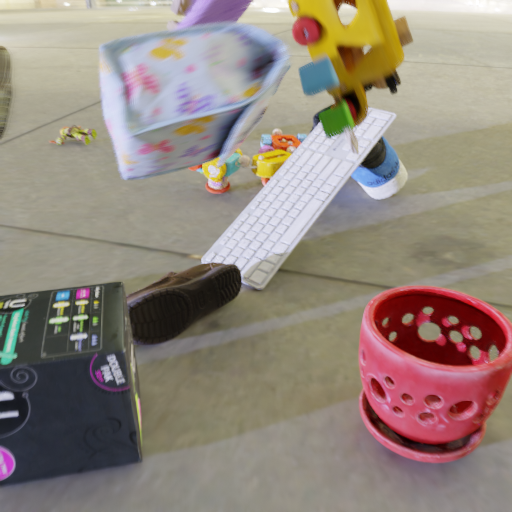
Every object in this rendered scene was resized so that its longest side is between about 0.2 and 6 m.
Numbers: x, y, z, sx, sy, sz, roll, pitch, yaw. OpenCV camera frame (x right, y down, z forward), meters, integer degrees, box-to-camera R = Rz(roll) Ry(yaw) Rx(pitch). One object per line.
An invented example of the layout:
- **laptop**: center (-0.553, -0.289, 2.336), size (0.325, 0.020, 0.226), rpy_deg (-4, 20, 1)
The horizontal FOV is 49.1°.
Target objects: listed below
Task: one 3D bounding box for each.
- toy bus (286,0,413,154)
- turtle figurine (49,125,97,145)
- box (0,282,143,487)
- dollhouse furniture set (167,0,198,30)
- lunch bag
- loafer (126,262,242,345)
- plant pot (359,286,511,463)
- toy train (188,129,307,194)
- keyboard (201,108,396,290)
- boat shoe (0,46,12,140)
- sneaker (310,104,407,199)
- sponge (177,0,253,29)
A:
- **toy bus**: center (1.517, -3.123, 8.265), size (1.462, 2.669, 2.829), rpy_deg (-17, -4, 21)
- **turtle figurine**: center (-4.802, -3.273, 14.922), size (1.046, 0.418, 1.297), rpy_deg (11, 31, 19)
- **box**: center (-2.269, 1.303, 5.698), size (2.058, 1.528, 1.279), rpy_deg (-6, 30, -11)
- **dollhouse furniture set**: center (-0.995, -4.277, 10.951), size (1.226, 1.290, 1.051), rpy_deg (-17, 54, -47)
- **lunch bag**: center (-0.732, -1.872, 7.032), size (2.171, 1.380, 1.841), rpy_deg (-18, -5, -17)
- **loafer**: center (-1.153, 0.625, 7.862), size (2.076, 0.758, 0.737), rpy_deg (-19, 24, -39)
- **plant pot**: center (1.840, 1.250, 5.945), size (1.522, 1.386, 1.522), rpy_deg (0, 30, 0)
- **toy train**: center (-0.174, -2.096, 12.496), size (3.135, 0.872, 2.355), rpy_deg (-5, 29, -16)
- **keyboard**: center (0.861, -1.252, 9.809), size (1.262, 0.239, 4.482), rpy_deg (20, 59, 35)
- **boat shoe**: center (-4.119, -2.512, 8.800), size (0.537, 1.502, 0.493), rpy_deg (8, -3, 4)
- **sneaker**: center (1.814, -2.671, 12.140), size (1.313, 1.903, 3.420), rpy_deg (-38, 37, 6)
- **sponge**: center (-0.571, -3.621, 8.309), size (0.190, 1.273, 0.710), rpy_deg (45, 9, 28)
